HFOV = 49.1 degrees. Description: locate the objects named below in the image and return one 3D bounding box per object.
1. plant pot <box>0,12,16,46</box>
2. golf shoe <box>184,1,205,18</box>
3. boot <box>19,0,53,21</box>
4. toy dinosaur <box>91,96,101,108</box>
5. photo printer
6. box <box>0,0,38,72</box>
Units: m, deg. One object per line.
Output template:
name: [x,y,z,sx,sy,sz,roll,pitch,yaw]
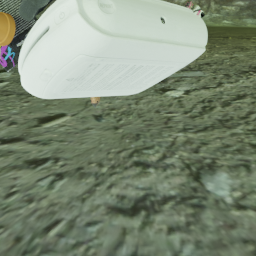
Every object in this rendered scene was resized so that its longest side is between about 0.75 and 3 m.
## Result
plant pot: [-3.988,-3.036,8.382,0.997,0.997,0.698,14,7,28]
golf shoe: [2.184,-3.542,9.795,0.880,1.911,0.694,25,-18,-11]
boot: [-2.154,-3.939,7.865,1.527,0.608,1.852,-20,31,42]
toy dinosaur: [-0.949,-1.669,6.286,0.960,2.236,1.516,-35,5,9]
photo printer: [-0.310,-1.146,4.310,2.491,0.865,2.072,-9,-11,-40]
box: [-4.128,-3.514,9.199,1.937,2.709,0.489,-42,30,-14]
